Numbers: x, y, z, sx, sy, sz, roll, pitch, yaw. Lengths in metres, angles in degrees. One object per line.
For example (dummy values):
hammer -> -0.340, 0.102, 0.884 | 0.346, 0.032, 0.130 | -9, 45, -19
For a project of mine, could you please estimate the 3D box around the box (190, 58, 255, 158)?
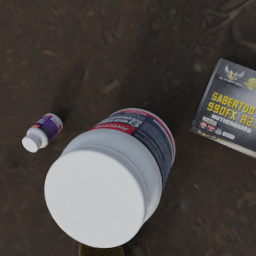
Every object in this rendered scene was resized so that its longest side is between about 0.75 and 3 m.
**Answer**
box -> 3.233, -0.399, 7.403 | 2.590, 0.626, 2.051 | 24, 83, 6

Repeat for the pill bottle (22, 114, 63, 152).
pill bottle -> -2.198, 0.132, 7.186 | 0.590, 0.590, 1.058 | 29, 40, 3

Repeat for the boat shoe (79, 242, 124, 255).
boat shoe -> -0.455, 3.732, 6.561 | 1.097, 0.984, 2.963 | -11, 53, -14

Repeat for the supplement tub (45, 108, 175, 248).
supplement tub -> -0.182, 0.826, 5.963 | 2.058, 2.932, 2.058 | 5, 106, 16
